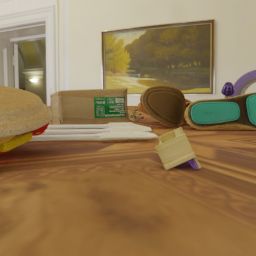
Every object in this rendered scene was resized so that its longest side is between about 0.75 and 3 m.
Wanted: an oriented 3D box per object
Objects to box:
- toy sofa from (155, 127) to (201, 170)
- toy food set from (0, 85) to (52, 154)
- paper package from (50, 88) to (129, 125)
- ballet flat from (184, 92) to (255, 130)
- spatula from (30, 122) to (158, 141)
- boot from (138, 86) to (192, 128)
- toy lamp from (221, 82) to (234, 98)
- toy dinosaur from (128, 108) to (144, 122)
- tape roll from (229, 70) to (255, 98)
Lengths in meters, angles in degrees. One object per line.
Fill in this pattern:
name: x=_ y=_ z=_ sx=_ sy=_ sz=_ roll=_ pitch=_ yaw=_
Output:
toy sofa: x=0.600 y=0.287 z=3.461 sx=0.371 sy=0.437 sz=0.897 roll=-24 pitch=2 yaw=9
toy food set: x=-2.332 y=-0.150 z=3.565 sx=2.617 sy=0.636 sz=2.590 roll=11 pitch=15 yaw=11
paper package: x=-1.161 y=-0.580 z=8.112 sx=1.938 sy=1.003 sz=1.847 roll=-4 pitch=5 yaw=-22
ballet flat: x=2.917 y=-0.397 z=7.316 sx=2.915 sy=1.000 sz=0.919 roll=1 pitch=-8 yaw=3
spatula: x=-0.949 y=0.105 z=6.012 sx=2.996 sy=0.241 sz=2.083 roll=-2 pitch=9 yaw=1
boot: x=0.990 y=-0.727 z=8.696 sx=2.848 sy=1.092 sz=2.211 roll=3 pitch=9 yaw=-37
toy lamp: x=2.706 y=-0.731 z=7.707 sx=0.341 sy=1.172 sz=0.341 roll=-6 pitch=42 yaw=6
toy dinosaur: x=0.042 y=-0.539 z=10.877 sx=0.880 sy=0.506 sz=1.740 roll=-4 pitch=7 yaw=-25
tape roll: x=3.787 y=-0.829 z=7.950 sx=1.625 sy=1.625 sz=0.690 roll=4 pitch=6 yaw=32
